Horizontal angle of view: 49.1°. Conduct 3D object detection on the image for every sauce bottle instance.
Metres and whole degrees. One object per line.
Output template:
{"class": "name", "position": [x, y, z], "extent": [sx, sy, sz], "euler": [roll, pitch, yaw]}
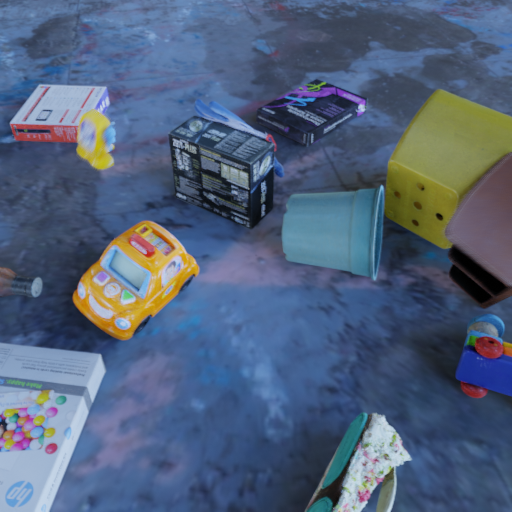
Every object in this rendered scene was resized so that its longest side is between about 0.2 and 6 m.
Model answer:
{"class": "sauce bottle", "position": [-4.421, 0.431, 9.320], "extent": [1.665, 0.549, 0.549], "euler": [9, 44, 9]}

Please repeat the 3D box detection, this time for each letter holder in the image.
{"class": "letter holder", "position": [3.961, -0.470, 9.168], "extent": [1.491, 1.055, 2.098], "euler": [41, 72, 9]}

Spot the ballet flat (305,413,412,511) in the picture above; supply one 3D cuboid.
{"class": "ballet flat", "position": [1.001, 2.968, 6.347], "extent": [0.866, 1.025, 2.710], "euler": [40, 56, 6]}

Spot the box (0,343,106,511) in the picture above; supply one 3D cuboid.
{"class": "box", "position": [-3.265, 2.257, 7.386], "extent": [1.831, 0.484, 2.349], "euler": [5, 44, 6]}

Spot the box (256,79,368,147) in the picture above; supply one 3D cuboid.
{"class": "box", "position": [1.370, -3.557, 13.700], "extent": [1.667, 0.421, 2.332], "euler": [32, 53, 30]}

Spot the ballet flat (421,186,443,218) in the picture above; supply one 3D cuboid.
{"class": "ballet flat", "position": [4.215, -1.325, 10.961], "extent": [2.927, 0.993, 1.102], "euler": [-8, 20, -19]}

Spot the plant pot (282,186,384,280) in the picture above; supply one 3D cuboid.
{"class": "plant pot", "position": [1.327, -0.431, 9.624], "extent": [1.560, 1.593, 1.593], "euler": [4, 42, 16]}

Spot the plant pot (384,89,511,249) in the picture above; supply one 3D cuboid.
{"class": "plant pot", "position": [3.515, -1.416, 10.309], "extent": [1.867, 2.116, 2.116], "euler": [-38, 54, -23]}

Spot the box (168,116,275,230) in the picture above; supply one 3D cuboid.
{"class": "box", "position": [-0.651, -1.608, 10.756], "extent": [1.897, 1.553, 0.817], "euler": [24, 48, 24]}

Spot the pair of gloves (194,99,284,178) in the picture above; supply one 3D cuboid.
{"class": "pair of gloves", "position": [-0.318, -2.312, 11.167], "extent": [1.846, 2.296, 0.262], "euler": [29, 84, 18]}

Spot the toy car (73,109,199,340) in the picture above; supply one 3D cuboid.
{"class": "toy car", "position": [-2.564, -0.793, 9.251], "extent": [2.085, 1.414, 4.250], "euler": [-25, 65, -32]}

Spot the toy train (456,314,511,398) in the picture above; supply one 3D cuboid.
{"class": "toy train", "position": [4.016, 1.552, 7.952], "extent": [2.143, 0.907, 1.240], "euler": [15, 31, 15]}

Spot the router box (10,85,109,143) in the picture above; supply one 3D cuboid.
{"class": "router box", "position": [-4.683, -3.462, 13.543], "extent": [1.756, 0.478, 1.957], "euler": [3, 43, 3]}
